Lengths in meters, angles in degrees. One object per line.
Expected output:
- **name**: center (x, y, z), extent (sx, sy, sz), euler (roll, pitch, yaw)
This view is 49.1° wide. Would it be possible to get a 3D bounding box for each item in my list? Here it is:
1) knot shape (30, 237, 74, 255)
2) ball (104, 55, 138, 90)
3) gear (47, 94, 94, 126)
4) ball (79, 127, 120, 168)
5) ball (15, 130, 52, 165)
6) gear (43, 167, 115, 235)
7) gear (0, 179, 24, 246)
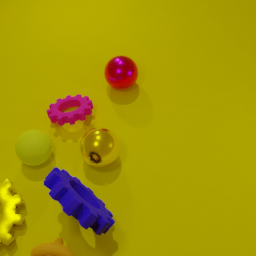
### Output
- **knot shape**: center (-1.331, 2.953, 5.853), extent (0.672, 1.453, 1.360), euler (-39, 68, -22)
- **ball**: center (-0.217, -1.789, 9.094), extent (1.112, 1.112, 1.112), euler (0, 57, 0)
- **gear**: center (-1.749, -0.571, 8.501), extent (1.362, 0.252, 1.362), euler (-6, 36, 4)
- **ball**: center (-0.768, 0.524, 7.606), extent (1.090, 1.090, 1.090), euler (0, 57, 0)
- **ball**: center (-2.575, 0.534, 7.671), extent (0.973, 0.973, 0.973), euler (0, 57, 0)
- **gear**: center (-1.094, 1.638, 6.397), extent (1.827, 1.827, 0.338), euler (40, 86, 22)
- **gear**: center (-3.577, 2.093, 6.717), extent (2.029, 0.375, 2.029), euler (7, 62, -13)
